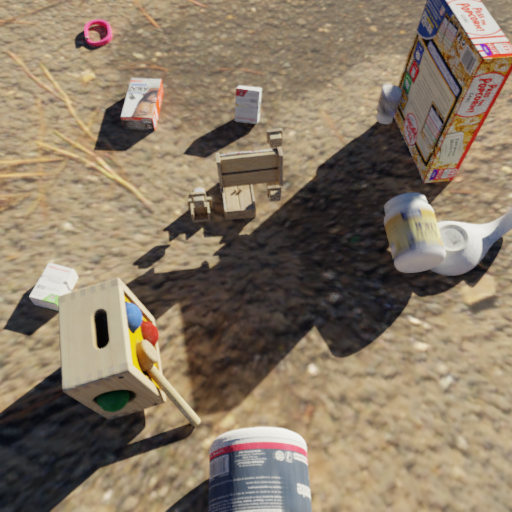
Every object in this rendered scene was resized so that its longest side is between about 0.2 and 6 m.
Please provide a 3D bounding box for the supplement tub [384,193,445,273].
[{"bbox_3d":[2.912,-0.429,10.428,0.933,0.933,1.292,-6,66,-4],"label":"supplement tub"}]

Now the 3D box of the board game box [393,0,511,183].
[{"bbox_3d":[3.761,-3.398,11.260,0.728,3.143,2.381,-7,58,-9],"label":"board game box"}]

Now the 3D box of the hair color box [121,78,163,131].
[{"bbox_3d":[-2.628,-3.525,12.989,0.745,0.430,1.344,2,58,1],"label":"hair color box"}]

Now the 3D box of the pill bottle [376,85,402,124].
[{"bbox_3d":[2.925,-3.352,12.431,0.437,0.768,0.437,3,47,-3],"label":"pill bottle"}]

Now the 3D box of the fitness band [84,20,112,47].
[{"bbox_3d":[-4.147,-5.851,14.677,0.689,0.180,0.959,-11,58,-8],"label":"fitness band"}]

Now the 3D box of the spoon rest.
[{"bbox_3d":[4.266,-0.423,10.892,2.407,0.729,1.196,-27,59,-1],"label":"spoon rest"}]

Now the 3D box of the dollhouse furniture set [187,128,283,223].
[{"bbox_3d":[-0.488,-1.782,10.772,1.879,2.204,1.076,-6,56,-3],"label":"dollhouse furniture set"}]

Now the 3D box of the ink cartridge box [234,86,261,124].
[{"bbox_3d":[-0.187,-3.429,12.708,0.545,0.748,0.310,9,31,6],"label":"ink cartridge box"}]

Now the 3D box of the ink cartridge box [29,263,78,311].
[{"bbox_3d":[-3.722,0.574,10.337,0.557,0.322,0.765,13,58,9],"label":"ink cartridge box"}]

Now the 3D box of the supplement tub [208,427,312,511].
[{"bbox_3d":[0.054,3.545,7.707,1.435,1.435,2.044,-2,56,-1],"label":"supplement tub"}]

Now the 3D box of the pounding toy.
[{"bbox_3d":[-1.980,1.686,8.850,1.442,1.867,2.028,-18,58,3],"label":"pounding toy"}]
